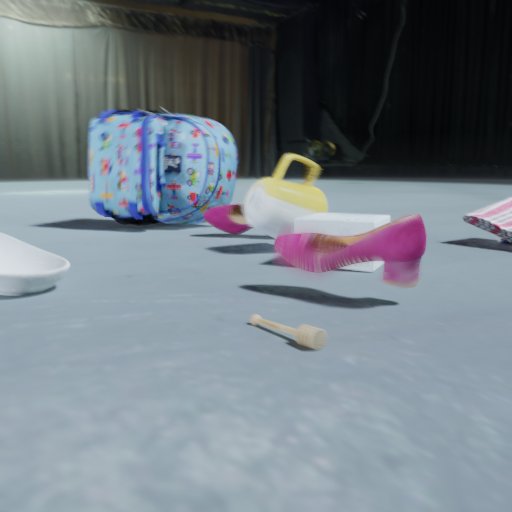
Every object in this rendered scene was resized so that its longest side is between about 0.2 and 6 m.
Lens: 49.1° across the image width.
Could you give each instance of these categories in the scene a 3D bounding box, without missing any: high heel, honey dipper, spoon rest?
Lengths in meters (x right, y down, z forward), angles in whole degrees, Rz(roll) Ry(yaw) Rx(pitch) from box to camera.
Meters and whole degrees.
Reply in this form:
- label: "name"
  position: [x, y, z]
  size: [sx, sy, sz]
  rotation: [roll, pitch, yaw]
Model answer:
- label: "high heel"
  position: [-0.014, -0.976, 11.581]
  size: [2.129, 0.718, 1.024]
  rotation: [1, -33, -4]
- label: "honey dipper"
  position: [0.265, 0.677, 5.241]
  size: [0.191, 0.191, 1.005]
  rotation: [-7, 9, -34]
- label: "high heel"
  position: [1.018, -0.224, 6.461]
  size: [1.849, 0.887, 0.623]
  rotation: [17, 38, 32]
- label: "spoon rest"
  position: [-3.343, 0.057, 7.330]
  size: [2.246, 0.681, 1.116]
  rotation: [7, 12, 40]

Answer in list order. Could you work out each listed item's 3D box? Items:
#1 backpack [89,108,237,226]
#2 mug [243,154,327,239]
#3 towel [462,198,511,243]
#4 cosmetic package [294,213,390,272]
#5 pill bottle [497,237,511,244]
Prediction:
- label: "backpack"
  position: [-2.116, -2.063, 13.232]
  size: [3.085, 2.817, 2.076]
  rotation: [6, 3, 18]
- label: "mug"
  position: [0.445, -0.957, 9.993]
  size: [1.199, 1.460, 1.169]
  rotation: [16, -21, -33]
- label: "towel"
  position: [5.038, -0.627, 10.388]
  size: [1.390, 0.284, 1.900]
  rotation: [-18, 32, -26]
- label: "cosmetic package"
  position: [1.370, -0.258, 8.836]
  size: [1.254, 0.771, 1.250]
  rotation: [3, 9, 23]
- label: "pill bottle"
  position: [5.172, -0.472, 10.886]
  size: [0.850, 0.484, 0.484]
  rotation: [2, 10, 12]
